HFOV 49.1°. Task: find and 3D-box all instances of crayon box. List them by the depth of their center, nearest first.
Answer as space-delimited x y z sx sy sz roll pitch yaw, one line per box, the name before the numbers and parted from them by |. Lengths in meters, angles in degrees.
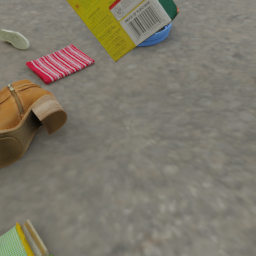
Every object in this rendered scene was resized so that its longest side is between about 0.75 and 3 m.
crayon box | -0.415 -2.856 5.584 1.665 2.623 0.666 -24 23 42

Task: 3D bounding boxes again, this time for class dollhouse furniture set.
dollhouse furniture set | -1.811 2.276 4.414 1.195 0.916 1.825 -31 54 -26

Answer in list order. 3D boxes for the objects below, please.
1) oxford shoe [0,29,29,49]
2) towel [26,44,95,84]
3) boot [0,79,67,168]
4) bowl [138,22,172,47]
oxford shoe | -3.980 -3.158 9.920 1.388 0.522 0.401 25 20 21
towel | -2.197 -2.111 9.079 1.844 0.207 1.333 -32 55 -27
boot | -3.037 -0.252 6.798 2.654 1.018 2.061 -36 51 -20
bowl | 0.356 -3.874 10.547 2.540 0.499 2.540 0 46 0
